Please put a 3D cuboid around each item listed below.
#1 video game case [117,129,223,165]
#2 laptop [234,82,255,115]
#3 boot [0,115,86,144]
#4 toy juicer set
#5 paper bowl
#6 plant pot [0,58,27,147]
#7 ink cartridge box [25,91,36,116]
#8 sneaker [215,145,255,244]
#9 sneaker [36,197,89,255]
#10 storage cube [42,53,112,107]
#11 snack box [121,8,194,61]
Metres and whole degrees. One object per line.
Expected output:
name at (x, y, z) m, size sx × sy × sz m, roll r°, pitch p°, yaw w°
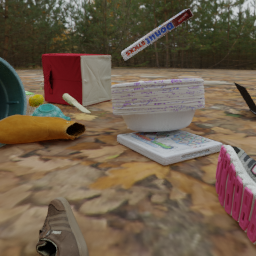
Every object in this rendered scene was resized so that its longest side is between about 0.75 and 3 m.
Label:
video game case at (1.091, 0.403, 7.760) m, size 1.998 × 0.260 × 2.195 m, roll -9°, pitch 17°, yaw -31°
laptop at (5.672, -1.141, 11.575) m, size 2.238 × 1.297 × 2.095 m, roll 2°, pitch 16°, yaw 9°
boot at (-2.444, 0.028, 8.032) m, size 1.646 × 0.809 × 2.299 m, roll 4°, pitch 10°, yaw 31°
toy juicer set at (-2.888, -0.565, 10.013) m, size 2.810 × 0.765 × 1.788 m, roll -9°, pitch 35°, yaw -17°
paper bowl at (0.905, -0.698, 8.505) m, size 2.777 × 1.444 × 2.777 m, roll -4°, pitch 6°, yaw 0°
plant pot at (-4.849, -0.703, 8.062) m, size 2.563 × 2.617 × 2.617 m, roll -1°, pitch 13°, yaw 27°
ink cartridge box at (-5.054, -0.914, 11.062) m, size 1.903 × 1.099 × 2.615 m, roll -12°, pitch 19°, yaw -39°
sneaker at (2.165, 1.013, 4.246) m, size 1.127 × 0.950 × 2.576 m, roll 0°, pitch 19°, yaw -4°
sneaker at (-0.964, 1.363, 3.689) m, size 0.543 × 0.506 × 1.437 m, roll -9°, pitch 17°, yaw -25°
storage cube at (-2.609, -2.658, 14.879) m, size 2.649 × 2.519 × 2.947 m, roll 10°, pitch 18°, yaw 32°
snack box at (1.009, -3.443, 10.344) m, size 2.825 × 0.344 × 1.016 m, roll -31°, pitch 15°, yaw 12°
